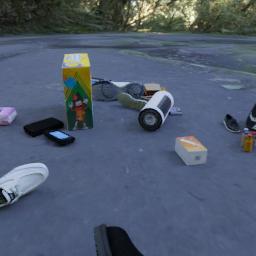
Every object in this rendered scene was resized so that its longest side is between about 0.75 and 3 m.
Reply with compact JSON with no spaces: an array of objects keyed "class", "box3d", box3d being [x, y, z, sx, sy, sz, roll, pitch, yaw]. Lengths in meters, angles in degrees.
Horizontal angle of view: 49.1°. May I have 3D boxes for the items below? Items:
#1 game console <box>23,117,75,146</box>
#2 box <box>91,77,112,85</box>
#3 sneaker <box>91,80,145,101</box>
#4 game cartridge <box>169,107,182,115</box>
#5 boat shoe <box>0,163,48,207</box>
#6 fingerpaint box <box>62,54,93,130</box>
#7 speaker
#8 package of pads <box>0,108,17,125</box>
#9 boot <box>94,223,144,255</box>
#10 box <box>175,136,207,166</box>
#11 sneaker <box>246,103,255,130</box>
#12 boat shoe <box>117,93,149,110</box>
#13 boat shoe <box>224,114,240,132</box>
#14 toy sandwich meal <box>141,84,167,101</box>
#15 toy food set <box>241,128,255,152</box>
[{"class":"game console","box3d":[-2.717,0.128,10.228,2.242,0.270,1.322,21,32,38]},{"class":"box","box3d":[-2.168,-2.407,15.846,1.602,0.404,2.240,12,25,26]},{"class":"sneaker","box3d":[-0.569,-1.902,14.306,2.734,1.018,1.191,2,9,-7]},{"class":"game cartridge","box3d":[2.093,-0.751,12.411,0.505,0.150,0.779,-5,24,0]},{"class":"boat shoe","box3d":[-2.812,1.514,6.587,2.029,0.746,0.678,-24,32,-19]},{"class":"fingerpaint box","box3d":[-2.026,-1.607,11.496,1.067,2.428,2.910,-4,23,-9]},{"class":"speaker","box3d":[1.182,-0.751,11.376,0.973,0.973,2.397,8,24,17]},{"class":"package of pads","box3d":[-5.310,-0.478,11.284,1.378,0.521,0.830,0,24,1]},{"class":"boot","box3d":[0.767,2.330,4.144,2.075,1.044,2.775,-16,38,-18]},{"class":"box","box3d":[1.932,0.687,8.684,0.611,0.479,0.982,-5,24,-12]},{"class":"sneaker","box3d":[5.227,-0.161,10.230,1.203,1.041,2.664,19,23,-2]},{"class":"boat shoe","box3d":[0.326,-1.264,12.947,1.717,0.642,0.569,16,28,30]},{"class":"boat shoe","box3d":[4.032,-0.219,10.854,0.446,0.395,1.192,2,24,5]},{"class":"toy sandwich meal","box3d":[1.358,-1.825,14.309,1.631,0.559,1.631,0,24,0]},{"class":"toy food set","box3d":[4.201,0.306,9.435,1.272,0.572,0.607,-17,29,-34]}]
